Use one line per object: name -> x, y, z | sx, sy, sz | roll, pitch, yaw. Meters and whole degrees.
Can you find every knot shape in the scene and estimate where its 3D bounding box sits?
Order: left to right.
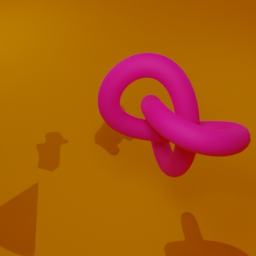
knot shape -> 0.673, -0.032, 3.816 | 1.882, 2.011, 0.929 | 18, 64, 40
